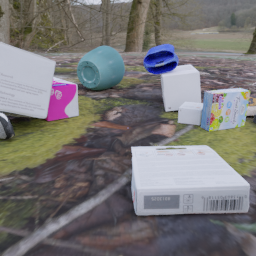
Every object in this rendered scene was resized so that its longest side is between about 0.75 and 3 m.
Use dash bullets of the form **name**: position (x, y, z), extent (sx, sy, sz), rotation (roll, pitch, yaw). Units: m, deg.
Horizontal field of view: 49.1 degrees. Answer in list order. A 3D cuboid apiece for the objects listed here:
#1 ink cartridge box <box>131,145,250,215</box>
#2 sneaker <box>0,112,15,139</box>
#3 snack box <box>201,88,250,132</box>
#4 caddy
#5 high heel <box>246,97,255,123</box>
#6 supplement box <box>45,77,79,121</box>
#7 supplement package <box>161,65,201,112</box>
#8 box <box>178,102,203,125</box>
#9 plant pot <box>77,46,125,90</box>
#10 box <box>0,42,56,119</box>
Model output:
- **ink cartridge box**: position (1.126, 1.034, 6.310), extent (2.133, 0.659, 2.630), rotation (-1, 11, -1)
- **sneaker**: position (-4.487, 0.033, 8.813), extent (2.369, 0.876, 0.939), rotation (4, 28, 30)
- **snack box**: position (3.415, -0.662, 9.839), extent (1.599, 1.349, 0.541), rotation (-8, 22, -22)
- **caddy**: position (1.389, -2.847, 11.776), extent (1.501, 1.061, 0.788), rotation (-10, 42, 27)
- **high heel**: position (4.900, -1.035, 11.475), extent (1.746, 0.874, 2.449), rotation (-20, 43, -32)
- **supplement box**: position (-3.305, -1.314, 11.740), extent (1.359, 1.388, 2.685), rotation (-13, 25, -37)
- **supplement package**: position (2.348, -1.894, 12.835), extent (1.570, 1.590, 2.622), rotation (-6, 19, 7)
- **box**: position (2.468, -0.576, 10.744), extent (0.858, 0.599, 1.126), rotation (8, 21, 23)
- **plant pot**: position (-1.741, -3.293, 16.094), extent (2.495, 2.495, 2.002), rotation (9, 28, 25)
- **box**: position (-4.269, -1.551, 9.718), extent (2.452, 2.101, 2.440), rotation (11, -5, -42)
